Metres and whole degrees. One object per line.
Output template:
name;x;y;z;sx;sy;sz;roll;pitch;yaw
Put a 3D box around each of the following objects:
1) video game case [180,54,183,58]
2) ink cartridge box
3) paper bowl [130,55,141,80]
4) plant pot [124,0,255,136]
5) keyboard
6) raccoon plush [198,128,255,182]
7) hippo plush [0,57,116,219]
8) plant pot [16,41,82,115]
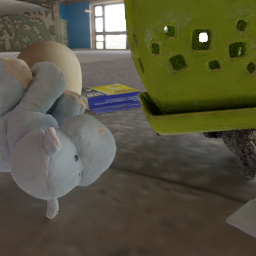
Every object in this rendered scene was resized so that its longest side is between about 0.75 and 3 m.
video game case;1.539;-1.211;7.508;1.967;2.159;0.248;-1;4;-1
ink cartridge box;-0.793;-1.250;11.310;2.465;0.586;2.494;-12;20;-32
paper bowl;0.443;-1.900;8.457;0.429;0.824;0.824;-11;12;28
plant pot;1.481;-1.456;5.819;2.973;2.698;2.958;-4;17;-1
keyboard;2.768;1.654;3.434;0.838;0.159;2.977;-22;28;-37
raccoon plush;2.295;0.457;6.198;1.562;1.128;2.332;-32;10;-37
hippo plush;-1.536;0.025;4.790;2.915;2.322;2.344;-15;23;-39
plant pot;-2.570;-1.360;9.465;2.422;2.422;2.586;-6;35;-18
